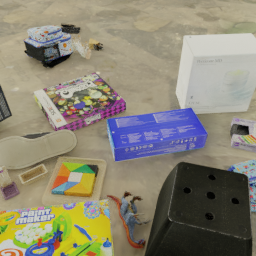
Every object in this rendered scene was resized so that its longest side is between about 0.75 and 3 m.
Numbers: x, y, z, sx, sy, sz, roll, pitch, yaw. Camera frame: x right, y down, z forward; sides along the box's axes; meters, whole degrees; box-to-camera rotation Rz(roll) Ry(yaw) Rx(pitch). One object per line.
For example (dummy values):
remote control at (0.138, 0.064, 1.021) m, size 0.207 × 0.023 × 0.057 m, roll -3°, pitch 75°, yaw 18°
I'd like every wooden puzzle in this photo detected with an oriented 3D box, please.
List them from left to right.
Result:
wooden puzzle at (-1.429, 1.437, 7.715) m, size 1.485 × 0.299 × 1.605 m, roll 4°, pitch 43°, yaw 4°

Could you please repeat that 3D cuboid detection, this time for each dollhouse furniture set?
dollhouse furniture set at (-3.005, 1.065, 7.662) m, size 1.292 × 0.917 × 1.024 m, roll -25°, pitch 48°, yaw -25°

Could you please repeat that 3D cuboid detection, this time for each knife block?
knife block at (-1.545, -4.124, 13.831) m, size 0.759 × 0.277 × 0.865 m, roll 0°, pitch 42°, yaw -1°

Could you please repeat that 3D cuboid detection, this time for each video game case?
video game case at (-1.787, -0.989, 10.245) m, size 2.646 × 0.474 × 2.399 m, roll -23°, pitch 47°, yaw -23°

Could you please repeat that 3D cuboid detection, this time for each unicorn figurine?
unicorn figurine at (-2.209, -3.772, 13.043) m, size 0.582 × 1.082 × 1.575 m, roll -20°, pitch 64°, yaw -14°

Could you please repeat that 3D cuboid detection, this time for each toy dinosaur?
toy dinosaur at (0.066, 2.260, 6.843) m, size 1.411 × 0.741 × 1.281 m, roll -19°, pitch 45°, yaw 37°

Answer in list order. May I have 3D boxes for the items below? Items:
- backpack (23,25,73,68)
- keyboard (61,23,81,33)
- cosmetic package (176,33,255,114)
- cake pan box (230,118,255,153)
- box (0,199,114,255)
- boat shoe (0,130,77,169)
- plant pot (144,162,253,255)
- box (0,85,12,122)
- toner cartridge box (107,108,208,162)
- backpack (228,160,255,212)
backpack at (-3.518, -3.818, 12.675) m, size 1.918 × 1.551 × 2.013 m, roll -23°, pitch 43°, yaw -37°
keyboard at (-3.458, -5.474, 15.281) m, size 1.680 × 0.333 × 0.875 m, roll 1°, pitch 43°, yaw -1°
cosmetic package at (3.092, -1.850, 9.757) m, size 2.385 × 2.392 × 1.471 m, roll -3°, pitch 42°, yaw -3°
cake pan box at (3.968, 0.236, 9.010) m, size 1.323 × 0.346 × 1.218 m, roll 11°, pitch 41°, yaw 12°
box at (-1.415, 2.804, 5.365) m, size 2.346 × 1.431 × 2.259 m, roll -5°, pitch 42°, yaw -4°
boat shoe at (-2.840, 0.618, 8.473) m, size 2.654 × 0.964 × 0.832 m, roll -12°, pitch 1°, yaw -5°
plant pot at (1.566, 1.978, 5.938) m, size 2.152 × 1.914 × 2.157 m, roll 10°, pitch 44°, yaw 12°
box at (-5.282, -0.629, 8.882) m, size 2.072 × 1.284 × 2.037 m, roll 14°, pitch 37°, yaw 33°
toner cartridge box at (0.864, 0.166, 8.860) m, size 2.896 × 0.625 × 1.375 m, roll -8°, pitch 42°, yaw -9°
backpack at (3.194, 1.524, 7.279) m, size 1.051 × 0.775 × 1.151 m, roll -9°, pitch 44°, yaw -10°
